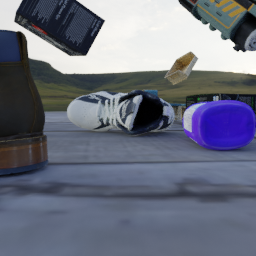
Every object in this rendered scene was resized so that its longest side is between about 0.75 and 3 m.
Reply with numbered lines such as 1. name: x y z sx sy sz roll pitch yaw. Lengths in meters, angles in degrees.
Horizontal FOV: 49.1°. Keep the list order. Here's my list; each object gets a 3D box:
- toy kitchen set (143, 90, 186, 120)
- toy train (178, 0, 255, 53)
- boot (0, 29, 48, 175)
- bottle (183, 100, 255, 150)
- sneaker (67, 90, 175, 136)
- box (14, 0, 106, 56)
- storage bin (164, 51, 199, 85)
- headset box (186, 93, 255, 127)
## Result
1. toy kitchen set: 2.137 -1.093 13.277 2.532 1.491 2.028 -1 4 -11
2. toy train: 2.349 -2.918 6.293 1.211 1.619 2.841 5 41 -43
3. boot: -2.092 -0.231 2.411 2.675 1.297 0.999 -1 4 -20
4. bottle: 1.411 -0.105 4.829 0.896 0.700 2.145 -2 4 5
5. sneaker: -0.226 -0.393 6.327 2.621 1.046 1.706 10 -4 4
6. box: -2.395 -3.586 9.411 2.359 1.348 2.590 27 2 -26
7. storage bin: 2.106 -2.336 10.938 0.490 1.046 1.038 39 -21 -15
8. headset box: 3.375 -0.583 9.246 2.250 1.044 1.959 -1 4 -18
